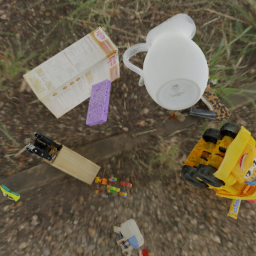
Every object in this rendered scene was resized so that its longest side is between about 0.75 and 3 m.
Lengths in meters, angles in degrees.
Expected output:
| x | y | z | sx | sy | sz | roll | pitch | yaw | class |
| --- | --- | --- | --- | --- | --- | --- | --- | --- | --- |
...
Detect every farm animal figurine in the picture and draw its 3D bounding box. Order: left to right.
| x | y | z | sx | sy | sz | roll | pitch | yaw | class |
| --- | --- | --- | --- | --- | --- | --- | --- | --- | --- |
| 1.772 | -0.695 | 10.400 | 0.752 | 0.468 | 0.931 | 3 | 73 | -19 | farm animal figurine |

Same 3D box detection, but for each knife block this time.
| x | y | z | sx | sy | sz | roll | pitch | yaw | class |
| --- | --- | --- | --- | --- | --- | --- | --- | --- | --- |
| -2.139 | 0.986 | 9.180 | 2.282 | 2.003 | 0.730 | 28 | 80 | 6 | knife block |

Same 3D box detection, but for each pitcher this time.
| x | y | z | sx | sy | sz | roll | pitch | yaw | class |
| --- | --- | --- | --- | --- | --- | --- | --- | --- | --- |
| 0.937 | -1.752 | 7.858 | 2.360 | 1.668 | 2.751 | -18 | 47 | 21 | pitcher |

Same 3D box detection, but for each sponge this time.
| x | y | z | sx | sy | sz | roll | pitch | yaw | class |
| --- | --- | --- | --- | --- | --- | --- | --- | --- | --- |
| -0.741 | -0.644 | 7.105 | 0.624 | 0.167 | 1.118 | -12 | 64 | 42 | sponge |

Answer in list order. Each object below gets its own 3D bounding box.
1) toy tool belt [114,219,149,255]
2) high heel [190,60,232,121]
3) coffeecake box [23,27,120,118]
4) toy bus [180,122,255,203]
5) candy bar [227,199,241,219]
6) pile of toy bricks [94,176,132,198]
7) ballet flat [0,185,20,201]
| x | y | z | sx | sy | sz | roll | pitch | yaw | class |
| --- | --- | --- | --- | --- | --- | --- | --- | --- | --- |
| 0.069 | 3.764 | 9.268 | 0.808 | 0.821 | 1.314 | -33 | 74 | 24 | toy tool belt |
| 3.216 | -1.345 | 10.320 | 1.513 | 0.758 | 2.122 | 11 | 92 | 7 | high heel |
| -1.758 | -1.796 | 9.699 | 2.895 | 2.223 | 1.058 | -35 | 79 | -8 | coffeecake box |
| 3.361 | 1.405 | 8.767 | 2.709 | 2.822 | 1.915 | 37 | 77 | -1 | toy bus |
| 3.823 | 2.467 | 9.796 | 0.341 | 0.152 | 1.369 | 21 | 79 | 4 | candy bar |
| -0.568 | 2.060 | 9.626 | 1.319 | 0.651 | 0.732 | 12 | 77 | 3 | pile of toy bricks |
| -4.166 | 2.297 | 9.784 | 0.803 | 0.268 | 0.269 | 28 | 86 | 4 | ballet flat |
